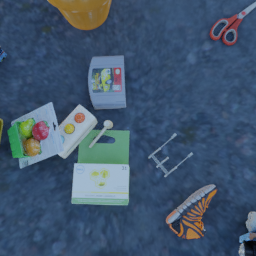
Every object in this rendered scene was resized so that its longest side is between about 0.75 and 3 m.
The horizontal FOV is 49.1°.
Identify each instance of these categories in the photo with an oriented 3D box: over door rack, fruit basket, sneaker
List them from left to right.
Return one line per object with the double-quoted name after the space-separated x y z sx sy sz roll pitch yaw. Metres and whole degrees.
-2.507 0.217 7.727 1.536 0.720 1.423 -21 77 14 "fruit basket"
1.212 0.774 7.921 1.051 0.350 0.776 -43 79 12 "over door rack"
1.898 2.302 7.493 1.650 0.640 0.924 -41 82 4 "sneaker"

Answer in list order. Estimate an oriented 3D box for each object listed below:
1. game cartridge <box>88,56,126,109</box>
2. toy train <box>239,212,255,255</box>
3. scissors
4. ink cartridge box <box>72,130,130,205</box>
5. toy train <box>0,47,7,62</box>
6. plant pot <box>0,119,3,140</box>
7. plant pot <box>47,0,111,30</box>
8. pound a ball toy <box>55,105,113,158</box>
-0.643 -1.402 8.501 1.110 0.341 1.667 -4 77 3 "game cartridge"
4.250 2.916 6.986 2.831 1.227 1.617 5 62 10 "toy train"
3.580 -3.668 9.080 0.881 0.168 2.409 35 81 10 "scissors"
-0.719 1.047 7.848 1.535 0.506 2.110 2 79 1 "ink cartridge box"
-4.146 -2.122 8.554 0.381 0.503 0.880 31 78 17 "toy train"
-4.463 0.226 7.666 1.316 1.286 1.278 1 77 9 "plant pot"
-1.357 -4.077 8.182 2.296 2.102 2.296 0 77 -1 "plant pot"
-1.363 0.119 7.899 1.096 0.714 1.681 40 80 12 "pound a ball toy"
